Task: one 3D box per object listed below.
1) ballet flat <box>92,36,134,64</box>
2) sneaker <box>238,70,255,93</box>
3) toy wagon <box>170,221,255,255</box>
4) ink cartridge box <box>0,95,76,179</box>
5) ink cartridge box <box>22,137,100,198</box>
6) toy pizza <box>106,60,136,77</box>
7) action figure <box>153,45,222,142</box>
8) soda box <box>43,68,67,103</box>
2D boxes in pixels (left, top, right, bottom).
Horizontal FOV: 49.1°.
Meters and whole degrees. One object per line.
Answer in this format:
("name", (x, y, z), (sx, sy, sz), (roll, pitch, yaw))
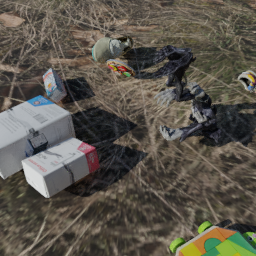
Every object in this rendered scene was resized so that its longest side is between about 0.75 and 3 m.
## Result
("ballet flat", (-0.436, -3.043, 10.521), (0.914, 0.914, 2.632), (14, 29, 15))
("sneaker", (4.238, -1.292, 9.155), (0.641, 0.533, 1.423), (-28, 60, -33))
("toy wagon", (1.790, 2.398, 5.062), (1.989, 0.394, 1.543), (-23, 43, -18))
("ink cartridge box", (-2.652, 0.122, 7.138), (2.072, 0.890, 1.517), (-33, 44, -32))
("ink cartridge box", (-1.548, 0.856, 6.505), (1.419, 0.587, 1.040), (-28, 32, -37))
("toy pizza", (-0.260, -2.063, 9.890), (1.125, 1.125, 0.178), (18, 81, 19))
("action figure", (1.414, -0.584, 7.126), (1.505, 2.949, 1.753), (-22, 38, 13))
("soda box", (-2.444, -1.429, 9.304), (0.444, 0.478, 1.398), (-42, 41, 11))
